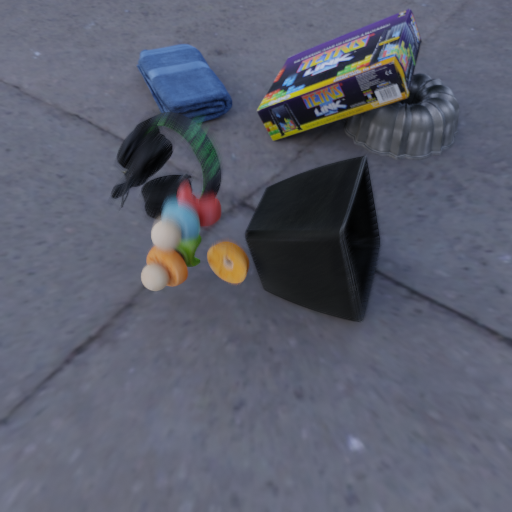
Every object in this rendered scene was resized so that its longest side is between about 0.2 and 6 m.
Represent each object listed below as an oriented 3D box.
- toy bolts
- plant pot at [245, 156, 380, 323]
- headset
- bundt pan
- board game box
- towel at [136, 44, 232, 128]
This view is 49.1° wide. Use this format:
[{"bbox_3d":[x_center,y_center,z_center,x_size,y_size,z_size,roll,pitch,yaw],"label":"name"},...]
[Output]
[{"bbox_3d":[-0.917,-0.052,7.788,1.432,1.499,1.039,23,45,20],"label":"toy bolts"},{"bbox_3d":[0.847,-0.261,8.350,1.572,1.772,1.767,1,44,23],"label":"plant pot"},{"bbox_3d":[-1.411,-1.296,8.496,2.395,1.479,1.125,-15,18,42],"label":"headset"},{"bbox_3d":[3.028,-3.045,11.564,2.426,0.910,2.426,0,47,0],"label":"bundt pan"},{"bbox_3d":[1.703,-3.639,11.293,2.903,0.823,2.399,-11,39,32],"label":"board game box"},{"bbox_3d":[-1.635,-3.859,12.523,1.521,0.661,2.725,-16,47,-15],"label":"towel"}]
